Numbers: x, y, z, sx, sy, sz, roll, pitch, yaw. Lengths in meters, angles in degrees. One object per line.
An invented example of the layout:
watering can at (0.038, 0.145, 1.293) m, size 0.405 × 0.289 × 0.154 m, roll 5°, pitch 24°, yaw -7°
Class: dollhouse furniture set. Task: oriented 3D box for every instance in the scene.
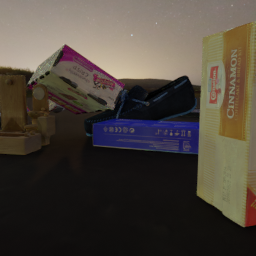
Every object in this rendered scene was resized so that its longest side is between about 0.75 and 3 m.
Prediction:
dollhouse furniture set at (-2.274, -0.369, 5.442) m, size 1.609 × 1.379 × 1.692 m, roll 2°, pitch 8°, yaw 12°

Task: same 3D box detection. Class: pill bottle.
pill bottle at (-2.853, -0.917, 10.874) m, size 0.636 × 0.636 × 1.150 m, roll 1°, pitch -3°, yaw 11°

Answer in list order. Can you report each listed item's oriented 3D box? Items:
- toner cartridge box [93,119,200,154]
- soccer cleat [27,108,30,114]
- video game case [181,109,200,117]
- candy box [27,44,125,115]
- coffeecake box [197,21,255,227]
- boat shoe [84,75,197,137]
toner cartridge box at (0.472, 0.122, 5.290) m, size 2.072 × 0.447 × 0.984 m, roll 3°, pitch 7°, yaw 21°
soccer cleat at (-4.912, -0.785, 12.521) m, size 1.461 × 0.487 × 0.559 m, roll 14°, pitch 48°, yaw 38°
video game case at (3.229, -0.616, 11.751) m, size 2.431 × 0.231 × 1.737 m, roll 6°, pitch 9°, yaw 42°
candy box at (-1.341, -1.015, 6.682) m, size 1.565 × 0.700 × 2.295 m, roll 31°, pitch -15°, yaw -28°
coffeecake box at (1.711, -0.072, 2.606) m, size 1.994 × 1.530 × 0.728 m, roll -2°, pitch 8°, yaw -16°
boat shoe at (0.259, -0.612, 6.946) m, size 2.955 × 1.014 × 1.243 m, roll -20°, pitch 21°, yaw -23°
